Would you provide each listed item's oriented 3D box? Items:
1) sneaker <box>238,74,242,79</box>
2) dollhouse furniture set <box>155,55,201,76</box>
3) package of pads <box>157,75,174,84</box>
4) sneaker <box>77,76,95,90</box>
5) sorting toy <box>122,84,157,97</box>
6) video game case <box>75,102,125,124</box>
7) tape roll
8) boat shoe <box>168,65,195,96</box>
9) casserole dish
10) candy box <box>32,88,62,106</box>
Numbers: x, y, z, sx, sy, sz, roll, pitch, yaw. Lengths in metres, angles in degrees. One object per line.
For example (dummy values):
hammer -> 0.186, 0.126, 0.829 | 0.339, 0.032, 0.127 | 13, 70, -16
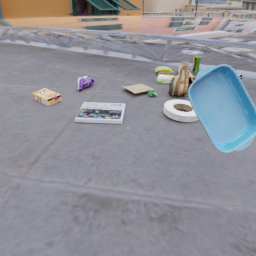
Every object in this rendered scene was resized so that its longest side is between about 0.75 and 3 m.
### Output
sneaker -> 5.910, -2.741, 15.442 | 0.949, 0.350, 0.380 | -17, 18, -37
dollhouse furniture set -> 2.874, -3.688, 16.448 | 2.603, 1.005, 1.301 | -1, 27, -1
package of pads -> 2.068, -2.647, 15.184 | 0.944, 0.322, 0.729 | 6, 28, 12
sneaker -> -2.142, -2.306, 14.284 | 0.621, 0.601, 1.490 | 13, 29, 12
sorting toy -> 0.639, -1.805, 13.634 | 1.295, 0.258, 1.752 | -10, 25, -28
video game case -> -1.076, -0.629, 11.438 | 1.833, 0.214, 1.666 | 3, 27, 3
tape roll -> 2.223, -0.717, 11.372 | 1.560, 0.285, 1.560 | 5, 29, -3
boat shoe -> 2.791, -2.291, 13.930 | 1.000, 1.024, 2.707 | 15, 39, 15
casserole dish -> 2.067, -0.416, 6.166 | 1.225, 2.023, 0.393 | -33, 11, -4
candy box -> -3.720, -1.428, 12.798 | 1.276, 0.353, 0.737 | 23, 36, 36
